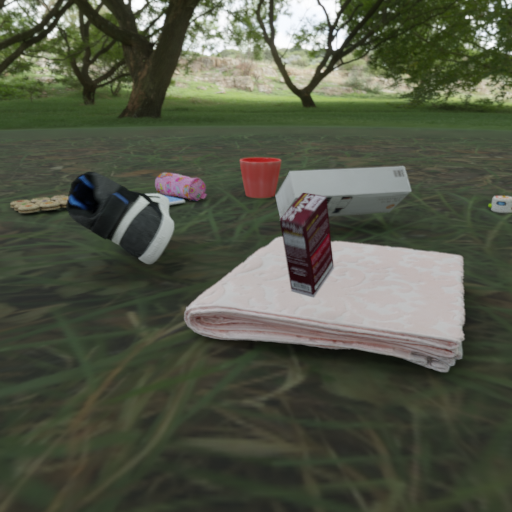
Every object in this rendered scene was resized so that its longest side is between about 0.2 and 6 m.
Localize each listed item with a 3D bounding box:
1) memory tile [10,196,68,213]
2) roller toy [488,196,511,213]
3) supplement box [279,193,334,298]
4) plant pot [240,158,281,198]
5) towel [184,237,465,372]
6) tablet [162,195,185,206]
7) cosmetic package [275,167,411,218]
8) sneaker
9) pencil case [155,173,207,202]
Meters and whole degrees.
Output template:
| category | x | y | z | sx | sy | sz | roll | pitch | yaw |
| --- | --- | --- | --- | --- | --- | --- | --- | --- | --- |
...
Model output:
| category | x | y | z | sx | sy | sz | roll | pitch | yaw |
| --- | --- | --- | --- | --- | --- | --- | --- | --- | --- |
| memory tile | -5.335 | -1.423 | 14.846 | 2.053 | 0.172 | 1.574 | -12 | 17 | -30 |
| roller toy | 6.329 | -1.333 | 14.342 | 0.585 | 0.409 | 0.533 | -3 | 17 | -11 |
| supplement box | 0.554 | -0.107 | 5.945 | 0.301 | 0.990 | 0.539 | 14 | 44 | 29 |
| plant pot | 0.128 | -2.278 | 16.360 | 1.208 | 1.069 | 1.208 | 0 | 16 | 0 |
| towel | 1.208 | 0.490 | 7.955 | 3.318 | 0.560 | 3.474 | 7 | 17 | 20 |
| tablet | -3.099 | -1.393 | 15.009 | 2.057 | 0.140 | 1.338 | -15 | 22 | -42 |
| cosmetic package | 1.935 | -1.386 | 12.538 | 2.767 | 0.701 | 1.142 | -5 | -18 | -16 |
| sneaker | -2.495 | -0.933 | 10.065 | 1.719 | 1.123 | 3.073 | 32 | 1 | -21 |
| pencil case | -2.174 | -1.979 | 16.107 | 1.637 | 0.716 | 0.716 | 15 | 22 | 39 |
